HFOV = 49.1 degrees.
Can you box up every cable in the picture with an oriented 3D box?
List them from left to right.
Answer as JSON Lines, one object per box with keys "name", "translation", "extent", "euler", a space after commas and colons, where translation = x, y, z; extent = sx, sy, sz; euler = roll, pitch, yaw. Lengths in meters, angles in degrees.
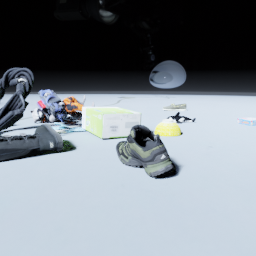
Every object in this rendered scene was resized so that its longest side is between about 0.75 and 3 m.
{"name": "cable", "translation": [-4.295, -0.865, 9.465], "extent": [2.830, 2.309, 0.719], "euler": [-34, -39, 24]}

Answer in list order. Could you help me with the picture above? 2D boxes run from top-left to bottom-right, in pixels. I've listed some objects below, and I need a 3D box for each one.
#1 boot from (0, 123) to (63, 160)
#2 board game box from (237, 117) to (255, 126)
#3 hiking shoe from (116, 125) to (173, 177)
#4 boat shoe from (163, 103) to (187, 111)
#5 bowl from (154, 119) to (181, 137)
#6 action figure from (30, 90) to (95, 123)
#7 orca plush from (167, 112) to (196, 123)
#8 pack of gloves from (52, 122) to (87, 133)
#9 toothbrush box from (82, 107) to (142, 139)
{"name": "boot", "translation": [-3.009, 0.393, 7.493], "extent": [2.052, 0.673, 1.691], "euler": [-11, 12, -32]}
{"name": "board game box", "translation": [5.494, -0.293, 12.507], "extent": [0.827, 0.236, 0.845], "euler": [-4, 10, -18]}
{"name": "hiking shoe", "translation": [0.284, 0.356, 6.166], "extent": [0.735, 0.978, 1.942], "euler": [-17, 15, -27]}
{"name": "boat shoe", "translation": [3.010, -1.360, 18.092], "extent": [1.553, 0.464, 0.555], "euler": [0, 10, 0]}
{"name": "bowl", "translation": [1.443, -0.037, 10.139], "extent": [0.990, 0.533, 0.990], "euler": [-1, 10, 0]}
{"name": "action figure", "translation": [-2.998, -0.704, 12.966], "extent": [2.828, 1.529, 2.923], "euler": [-12, 36, -21]}
{"name": "orca plush", "translation": [2.423, -0.492, 12.898], "extent": [1.392, 0.495, 0.732], "euler": [1, 10, 3]}
{"name": "pack of gloves", "translation": [-2.365, -0.054, 10.945], "extent": [1.514, 0.299, 1.272], "euler": [-4, 10, -22]}
{"name": "toothbrush box", "translation": [-0.650, -0.257, 10.176], "extent": [1.484, 0.877, 2.038], "euler": [-2, 12, -28]}
